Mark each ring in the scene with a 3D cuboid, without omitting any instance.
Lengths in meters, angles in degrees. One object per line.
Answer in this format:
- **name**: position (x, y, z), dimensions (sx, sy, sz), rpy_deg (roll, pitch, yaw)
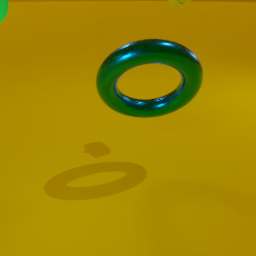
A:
- **ring**: position (0.409, -0.860, 5.429), dimensions (2.058, 2.058, 0.412), rpy_deg (-1, 58, -3)

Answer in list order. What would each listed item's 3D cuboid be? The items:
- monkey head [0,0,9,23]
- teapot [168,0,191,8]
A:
- **monkey head**: position (-2.156, -1.647, 3.751), dimensions (1.041, 0.872, 1.447), rpy_deg (-41, 27, 15)
- **teapot**: position (1.089, -3.061, 5.931), dimensions (0.602, 1.230, 0.764), rpy_deg (20, -21, -40)
